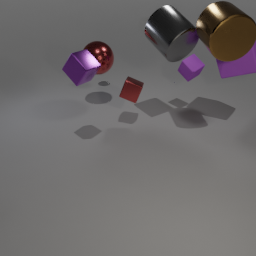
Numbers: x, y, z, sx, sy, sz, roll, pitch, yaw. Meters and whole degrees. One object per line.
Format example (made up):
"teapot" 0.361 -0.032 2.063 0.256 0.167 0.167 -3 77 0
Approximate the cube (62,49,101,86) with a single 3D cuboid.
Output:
"cube" -1.372 -1.792 8.303 0.700 0.700 0.700 49 40 4

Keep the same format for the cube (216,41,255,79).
"cube" 4.182 -2.825 10.361 1.400 1.400 1.400 -3 27 44

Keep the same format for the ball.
"ball" -1.297 -2.994 11.990 1.400 1.400 1.400 0 30 0

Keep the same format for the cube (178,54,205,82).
"cube" 2.630 -2.511 11.695 0.700 0.700 0.700 -33 75 -19

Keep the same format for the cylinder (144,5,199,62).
"cylinder" 1.522 -3.281 9.805 1.400 1.400 1.400 -20 61 -31

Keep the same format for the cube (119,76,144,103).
"cube" 0.146 -1.481 10.827 0.700 0.700 0.700 23 25 -2

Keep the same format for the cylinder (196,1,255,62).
"cylinder" 2.957 -2.957 8.544 1.400 1.400 1.400 -3 39 -5
